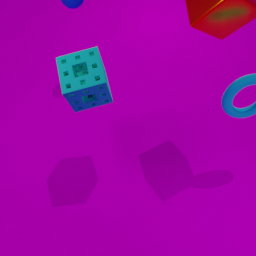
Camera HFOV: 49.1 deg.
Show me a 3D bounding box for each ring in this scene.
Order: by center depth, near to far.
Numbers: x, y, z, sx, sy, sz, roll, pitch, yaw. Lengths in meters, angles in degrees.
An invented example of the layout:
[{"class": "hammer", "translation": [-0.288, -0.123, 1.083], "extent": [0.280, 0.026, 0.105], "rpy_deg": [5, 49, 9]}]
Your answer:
[{"class": "ring", "translation": [2.860, -0.742, 6.709], "extent": [1.246, 1.246, 0.249], "rpy_deg": [-6, 43, -4]}]

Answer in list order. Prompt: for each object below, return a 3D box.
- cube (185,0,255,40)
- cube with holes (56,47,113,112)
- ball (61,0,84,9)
[{"class": "cube", "translation": [1.996, -2.755, 5.967], "extent": [1.099, 1.099, 1.099], "rpy_deg": [6, 69, -35]}, {"class": "cube with holes", "translation": [-0.982, -1.094, 6.497], "extent": [0.962, 0.962, 0.962], "rpy_deg": [-15, 69, 1]}, {"class": "ball", "translation": [-1.700, -4.029, 8.518], "extent": [0.749, 0.749, 0.749], "rpy_deg": [0, 53, 0]}]
